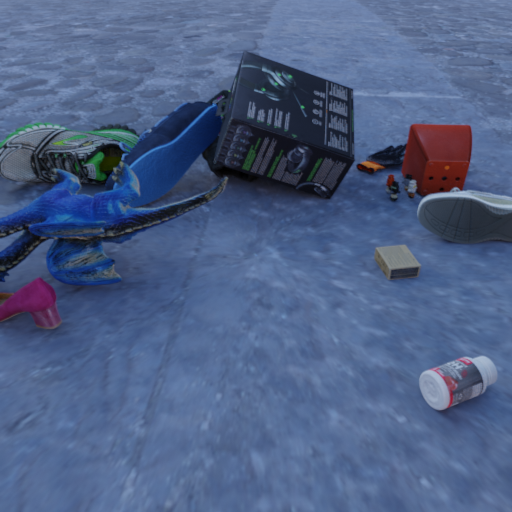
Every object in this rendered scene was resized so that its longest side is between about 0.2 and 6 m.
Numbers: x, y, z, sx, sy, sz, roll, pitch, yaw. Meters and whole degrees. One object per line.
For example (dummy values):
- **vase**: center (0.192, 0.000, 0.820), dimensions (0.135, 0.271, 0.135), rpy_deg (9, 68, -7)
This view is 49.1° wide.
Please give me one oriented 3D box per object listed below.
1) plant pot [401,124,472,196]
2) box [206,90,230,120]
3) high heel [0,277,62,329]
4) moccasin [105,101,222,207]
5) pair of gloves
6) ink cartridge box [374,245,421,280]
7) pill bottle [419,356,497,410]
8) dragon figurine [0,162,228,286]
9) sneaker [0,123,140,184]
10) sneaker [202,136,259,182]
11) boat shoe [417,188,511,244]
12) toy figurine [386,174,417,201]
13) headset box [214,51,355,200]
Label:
- **plant pot**: center (4.102, -2.045, 12.543), dimensions (1.354, 1.355, 1.194), rpy_deg (2, 43, 4)
- **box**: center (-0.732, -3.747, 14.926), dimensions (0.704, 1.133, 0.842), rpy_deg (-30, 6, 21)
- **high heel**: center (-3.838, 0.581, 8.640), dimensions (1.844, 0.886, 0.622), rpy_deg (4, 33, 18)
- **moccasin**: center (-2.117, -2.266, 12.478), dimensions (1.127, 1.330, 3.305), rpy_deg (25, 54, 31)
- **pair of gloves**: center (3.784, -2.221, 13.645), dimensions (2.178, 0.269, 1.941), rpy_deg (23, 40, 37)
- **ink cartridge box**: center (2.517, 0.110, 10.024), dimensions (0.591, 0.270, 0.718), rpy_deg (-4, 33, -9)
- **pill bottle**: center (2.687, 1.646, 7.400), dimensions (0.942, 0.521, 0.521), rpy_deg (-14, 35, -20)
- **dragon figurine**: center (-2.839, -0.396, 9.361), dimensions (4.678, 1.377, 2.326), rpy_deg (4, 41, 12)
- **sneaker**: center (-4.185, -2.287, 12.792), dimensions (3.406, 1.329, 1.451), rpy_deg (-12, 35, -19)
- **sneaker**: center (0.039, -2.242, 13.252), dimensions (2.543, 0.966, 1.154), rpy_deg (-8, 46, -10)
- **boat shoe**: center (4.354, -0.811, 10.922), dimensions (2.573, 0.948, 0.825), rpy_deg (2, 26, -4)
- **toy figurine**: center (3.203, -1.506, 12.375), dimensions (0.626, 0.442, 0.636), rpy_deg (-3, 29, -2)
- **headset box**: center (0.578, -2.919, 12.352), dimensions (2.912, 1.351, 2.536), rpy_deg (15, 50, -12)
